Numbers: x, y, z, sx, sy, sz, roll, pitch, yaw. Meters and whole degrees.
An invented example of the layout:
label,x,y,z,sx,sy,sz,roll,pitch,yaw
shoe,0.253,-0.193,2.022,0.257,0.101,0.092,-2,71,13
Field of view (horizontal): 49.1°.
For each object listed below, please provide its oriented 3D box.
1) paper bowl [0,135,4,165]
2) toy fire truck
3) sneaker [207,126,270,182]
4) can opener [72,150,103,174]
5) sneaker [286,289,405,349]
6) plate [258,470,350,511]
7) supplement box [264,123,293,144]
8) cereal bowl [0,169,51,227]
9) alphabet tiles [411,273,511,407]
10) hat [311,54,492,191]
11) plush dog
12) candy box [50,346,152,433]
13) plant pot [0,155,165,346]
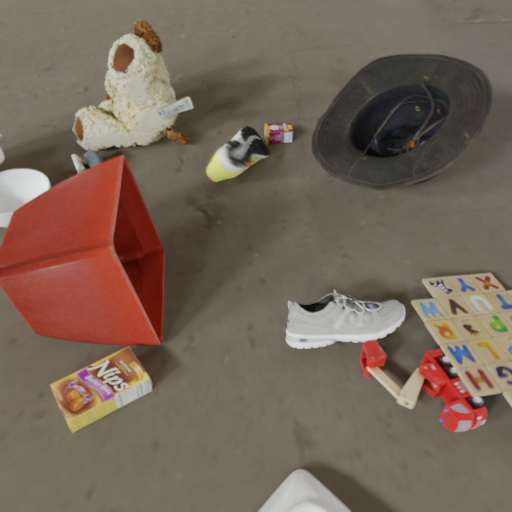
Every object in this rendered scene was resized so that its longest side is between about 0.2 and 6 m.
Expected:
label,x,y,z,sx,sy,sz,roll,pitch,yaw
paper bowl,-5.508,-1.773,10.645,1.671,0.869,1.671,-36,22,17
toy fire truck,2.213,1.746,7.590,1.100,0.380,1.559,-12,42,-16
sneaker,-0.414,-2.028,11.380,0.762,0.881,1.951,53,34,-2
can opener,-3.180,-1.550,10.897,0.578,0.461,1.727,-41,46,6
sneaker,1.312,0.846,8.165,1.823,0.747,0.681,-10,14,-10
plate,0.587,3.696,5.556,2.507,0.406,2.512,34,53,29
supplement box,0.493,-2.702,12.380,0.598,0.308,0.391,-4,42,-5
cereal bowl,-4.459,-0.992,10.376,1.393,0.580,1.393,0,44,0
alphabet tiles,3.612,1.174,8.145,2.206,0.084,2.651,-3,40,-17
hat,2.929,-2.375,11.016,3.496,1.410,3.496,-19,53,27
plush dog,-2.512,-3.601,12.175,2.224,2.771,2.380,16,45,-33
candy box,-2.098,1.790,7.624,1.169,0.330,0.682,-24,48,-26
plant pot,-2.564,0.087,8.337,1.853,2.102,2.101,-12,43,4
